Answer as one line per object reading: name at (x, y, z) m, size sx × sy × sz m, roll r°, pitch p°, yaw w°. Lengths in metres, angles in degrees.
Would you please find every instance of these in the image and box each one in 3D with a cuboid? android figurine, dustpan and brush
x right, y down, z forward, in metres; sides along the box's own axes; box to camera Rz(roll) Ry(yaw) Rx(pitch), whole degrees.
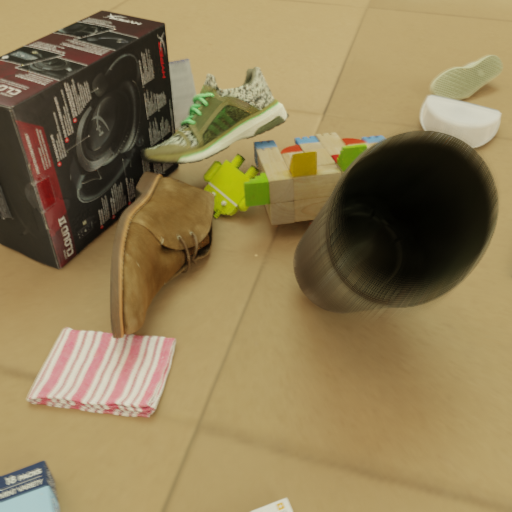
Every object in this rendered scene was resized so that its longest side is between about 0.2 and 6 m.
android figurine at (-0.449, -1.129, 9.290) m, size 0.985 × 0.222 × 1.082 m, roll 42°, pitch 99°, yaw 16°
dustpan and brush at (3.867, -2.378, 10.984) m, size 1.566 × 0.642 × 2.244 m, roll 19°, pitch 38°, yaw 15°

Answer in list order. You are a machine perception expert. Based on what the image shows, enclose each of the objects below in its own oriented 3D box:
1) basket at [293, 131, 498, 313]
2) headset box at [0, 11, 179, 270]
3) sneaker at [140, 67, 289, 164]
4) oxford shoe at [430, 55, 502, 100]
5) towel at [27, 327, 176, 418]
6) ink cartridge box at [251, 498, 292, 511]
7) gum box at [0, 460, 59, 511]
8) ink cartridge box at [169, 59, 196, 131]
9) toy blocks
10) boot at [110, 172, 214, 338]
basket at (1.366, -0.122, 6.750) m, size 2.147 × 2.381 × 1.619 m, roll -43°, pitch 87°, yaw -18°
headset box at (-2.812, -1.795, 8.632) m, size 1.400 × 2.698 × 3.626 m, roll 20°, pitch 46°, yaw 21°
sneaker at (-0.812, -2.376, 9.427) m, size 2.756 × 1.221 × 1.060 m, roll -30°, pitch 20°, yaw -24°
oxford shoe at (4.729, -3.990, 12.776) m, size 1.990 × 0.748 × 0.575 m, roll -28°, pitch 7°, yaw -18°
towel at (-1.866, 1.377, 6.896) m, size 1.566 × 0.234 × 1.146 m, roll 5°, pitch 41°, yaw 6°
ink cartridge box at (-0.034, 2.957, 5.075) m, size 1.186 × 0.257 × 1.175 m, roll -13°, pitch 43°, yaw -17°
gum box at (-2.529, 3.051, 4.823) m, size 1.757 × 0.461 × 2.068 m, roll -16°, pitch 44°, yaw -18°
ink cartridge box at (-1.815, -3.088, 10.970) m, size 1.280 × 1.304 × 0.282 m, roll -15°, pitch 24°, yaw -14°
toy blocks at (1.179, -1.422, 9.395) m, size 2.953 × 1.476 × 2.019 m, roll -7°, pitch 30°, yaw -4°
boot at (-1.288, -0.138, 7.975) m, size 1.250 × 1.220 × 3.313 m, roll 10°, pitch 38°, yaw -3°
